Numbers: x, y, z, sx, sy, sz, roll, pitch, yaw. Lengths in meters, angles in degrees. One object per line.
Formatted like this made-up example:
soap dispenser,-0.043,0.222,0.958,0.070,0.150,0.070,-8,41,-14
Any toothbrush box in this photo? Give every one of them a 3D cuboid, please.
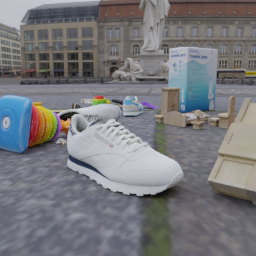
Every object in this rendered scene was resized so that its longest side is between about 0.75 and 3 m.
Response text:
toothbrush box,3.151,-2.338,13.637,2.183,2.982,1.272,-9,15,-35

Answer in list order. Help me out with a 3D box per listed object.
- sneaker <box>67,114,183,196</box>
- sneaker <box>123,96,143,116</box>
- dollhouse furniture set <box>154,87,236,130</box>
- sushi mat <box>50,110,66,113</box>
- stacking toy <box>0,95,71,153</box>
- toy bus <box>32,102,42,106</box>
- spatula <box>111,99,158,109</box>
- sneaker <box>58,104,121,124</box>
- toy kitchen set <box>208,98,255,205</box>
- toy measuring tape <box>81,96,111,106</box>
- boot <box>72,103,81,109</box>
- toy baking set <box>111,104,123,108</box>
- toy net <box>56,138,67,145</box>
sneaker,-0.211,0.395,4.860,2.513,1.011,0.960,11,13,37
sneaker,0.261,-1.044,12.709,0.767,0.809,2.004,0,10,10
dollhouse furniture set,2.247,-0.753,10.076,1.461,1.248,2.820,-9,15,-39
sushi mat,-3.145,-0.794,13.271,1.545,0.094,0.739,-2,11,-8
stacking toy,-2.238,-0.081,7.437,1.246,1.317,2.270,8,3,33
toy bus,-4.801,-0.960,13.165,1.453,0.473,0.569,-2,12,-10
spatula,0.300,-1.301,15.007,2.584,0.265,0.730,7,14,16
sneaker,-1.301,-0.306,9.135,2.180,0.796,0.772,-10,7,1
toy kitchen set,2.464,0.665,4.432,1.441,1.594,1.766,7,52,44
toy measuring tape,-1.792,-1.310,14.338,2.116,0.778,0.778,7,13,33
boot,-1.559,-0.471,10.565,1.166,0.653,1.686,3,24,-9
toy baking set,-0.652,-1.144,14.973,1.131,0.171,1.474,1,11,-8
toy net,-1.560,0.348,7.288,0.780,0.151,0.409,8,14,37
